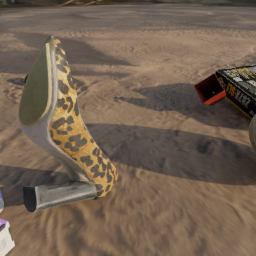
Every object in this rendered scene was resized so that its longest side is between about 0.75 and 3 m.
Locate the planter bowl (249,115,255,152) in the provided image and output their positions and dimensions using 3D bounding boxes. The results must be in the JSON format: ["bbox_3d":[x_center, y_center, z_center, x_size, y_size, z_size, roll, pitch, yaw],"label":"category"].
[{"bbox_3d":[3.687,0.078,6.207,2.142,2.142,1.441,-11,-6,-19],"label":"planter bowl"}]

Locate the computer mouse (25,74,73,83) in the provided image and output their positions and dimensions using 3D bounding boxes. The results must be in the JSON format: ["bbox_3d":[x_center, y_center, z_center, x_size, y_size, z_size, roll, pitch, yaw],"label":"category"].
[{"bbox_3d":[-3.377,-2.047,11.506,1.980,0.522,1.371,11,31,19],"label":"computer mouse"}]

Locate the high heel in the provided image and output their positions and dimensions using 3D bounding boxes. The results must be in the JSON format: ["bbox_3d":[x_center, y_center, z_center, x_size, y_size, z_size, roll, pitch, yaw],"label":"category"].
[{"bbox_3d":[-0.889,-0.043,5.239,1.037,2.905,2.071,6,3,39],"label":"high heel"}]

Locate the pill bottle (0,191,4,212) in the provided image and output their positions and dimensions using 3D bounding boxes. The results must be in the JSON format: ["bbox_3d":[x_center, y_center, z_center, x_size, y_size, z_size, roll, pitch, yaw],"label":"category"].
[{"bbox_3d":[-2.735,1.272,5.411,0.509,0.509,0.907,-15,32,-26],"label":"pill bottle"}]

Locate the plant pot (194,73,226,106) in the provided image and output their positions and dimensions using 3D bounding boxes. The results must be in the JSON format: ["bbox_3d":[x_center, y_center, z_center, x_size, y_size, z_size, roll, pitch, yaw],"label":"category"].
[{"bbox_3d":[2.701,-1.142,8.981,0.752,0.663,0.753,-32,55,23],"label":"plant pot"}]

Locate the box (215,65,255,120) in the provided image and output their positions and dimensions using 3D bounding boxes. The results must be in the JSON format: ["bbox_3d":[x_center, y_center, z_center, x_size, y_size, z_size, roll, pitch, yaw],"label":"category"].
[{"bbox_3d":[4.551,-1.130,9.174,2.316,0.716,2.901,-10,40,-20],"label":"box"}]

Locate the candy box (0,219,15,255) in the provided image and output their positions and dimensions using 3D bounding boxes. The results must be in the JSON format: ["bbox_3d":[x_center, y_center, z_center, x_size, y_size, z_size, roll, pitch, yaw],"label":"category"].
[{"bbox_3d":[-2.767,1.954,4.082,1.344,0.573,1.603,9,30,18],"label":"candy box"}]
